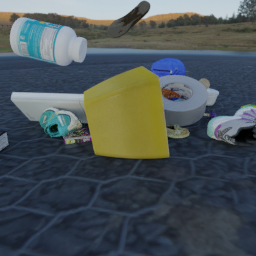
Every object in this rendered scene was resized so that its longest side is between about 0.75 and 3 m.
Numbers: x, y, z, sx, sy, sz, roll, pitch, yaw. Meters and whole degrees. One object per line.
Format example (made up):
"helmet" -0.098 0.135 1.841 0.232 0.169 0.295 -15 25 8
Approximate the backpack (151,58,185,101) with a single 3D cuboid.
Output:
"backpack" 2.142 -2.565 15.195 1.869 2.301 1.931 12 22 27

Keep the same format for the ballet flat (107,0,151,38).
"ballet flat" 0.026 -2.487 6.468 1.179 0.397 0.273 -35 3 19

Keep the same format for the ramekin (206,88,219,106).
"ramekin" 3.990 -1.709 14.941 1.564 0.728 1.564 6 20 -2

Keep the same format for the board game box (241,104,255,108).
"board game box" 6.029 -1.007 13.971 0.771 0.184 0.392 -13 23 -32

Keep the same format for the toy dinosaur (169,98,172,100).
"toy dinosaur" 1.177 -1.407 13.710 1.933 1.119 2.131 9 22 22

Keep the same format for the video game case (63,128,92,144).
"video game case" -1.883 0.286 10.284 0.961 0.190 1.060 -6 20 -17

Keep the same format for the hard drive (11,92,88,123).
"hard drive" -2.862 -0.775 11.255 2.926 0.390 1.930 3 -24 7

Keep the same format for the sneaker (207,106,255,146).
"sneaker" 4.338 0.064 9.913 2.606 1.013 1.823 -19 27 -22

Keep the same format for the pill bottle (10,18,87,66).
"pill bottle" -3.025 -3.308 10.950 2.692 1.491 1.491 14 21 6

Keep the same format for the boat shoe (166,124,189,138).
"boat shoe" 1.521 0.033 10.360 1.651 0.519 0.602 5 18 -10

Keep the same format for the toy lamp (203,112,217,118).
"toy lamp" 3.443 -0.619 12.692 1.084 0.316 0.316 7 21 19

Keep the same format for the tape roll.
"tape roll" 2.086 -1.244 12.173 2.600 0.859 2.600 -2 43 1

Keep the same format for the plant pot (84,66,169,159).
"plant pot" -0.190 -0.409 9.199 2.247 2.548 2.547 -12 21 -4

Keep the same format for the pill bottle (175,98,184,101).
"pill bottle" 2.606 -1.232 14.178 0.472 0.472 0.853 13 23 32

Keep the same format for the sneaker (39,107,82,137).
"sneaker" -2.728 -0.163 10.358 2.432 0.942 0.969 4 40 49

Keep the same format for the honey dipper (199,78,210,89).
"honey dipper" 3.260 -1.718 13.968 0.550 0.550 2.896 -3 -10 -7

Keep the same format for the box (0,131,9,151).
"box" -5.412 0.694 8.549 2.454 0.610 2.436 3 19 9
